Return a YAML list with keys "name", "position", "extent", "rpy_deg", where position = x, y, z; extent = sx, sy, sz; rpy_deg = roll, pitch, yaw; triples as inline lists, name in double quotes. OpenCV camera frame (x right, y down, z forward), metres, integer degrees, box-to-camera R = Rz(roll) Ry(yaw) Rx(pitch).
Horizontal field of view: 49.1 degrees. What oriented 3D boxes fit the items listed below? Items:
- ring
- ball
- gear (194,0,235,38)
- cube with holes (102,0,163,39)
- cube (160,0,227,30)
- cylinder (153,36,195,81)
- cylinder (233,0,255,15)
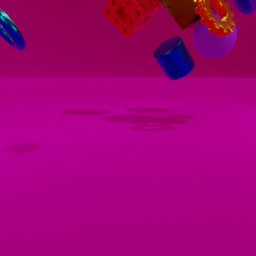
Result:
- name: "ring"
  position: [-3.646, -2.975, 8.296]
  extent: [0.315, 1.577, 1.577]
  rpy_deg: [-45, 28, -15]
- name: "ball"
  position: [2.484, -2.627, 8.066]
  extent: [1.211, 1.211, 1.211]
  rpy_deg: [0, 11, 0]
- name: "gear"
  position: [2.131, -2.807, 6.826]
  extent: [1.198, 1.198, 0.222]
  rpy_deg: [-8, -12, -36]
- name: "cube with holes"
  position: [0.177, -4.225, 9.759]
  extent: [1.300, 1.300, 1.300]
  rpy_deg: [-45, 4, -37]
- name: "cube"
  position: [1.915, -3.792, 8.053]
  extent: [1.251, 1.251, 1.251]
  rpy_deg: [-29, -9, -43]
- name: "cylinder"
  position: [1.794, -2.692, 10.898]
  extent: [1.222, 1.222, 1.222]
  rpy_deg: [-28, 32, 20]
- name: "cylinder"
  position: [3.743, -3.992, 8.442]
  extent: [0.798, 0.798, 0.798]
  rpy_deg: [-42, 15, 0]
